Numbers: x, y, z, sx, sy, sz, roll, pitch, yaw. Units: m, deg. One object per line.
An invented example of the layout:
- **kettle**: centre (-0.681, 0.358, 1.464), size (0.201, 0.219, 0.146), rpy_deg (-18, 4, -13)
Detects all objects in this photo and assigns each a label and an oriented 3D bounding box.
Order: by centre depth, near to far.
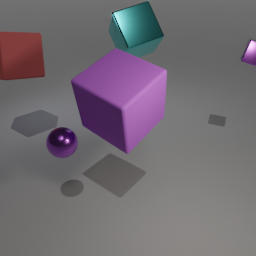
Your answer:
- **cube**: centre (-0.143, -0.603, 6.059), size (1.400, 1.400, 1.400), rpy_deg (30, 58, 26)
- **ball**: centre (-1.471, 0.326, 6.273), size (0.700, 0.700, 0.700), rpy_deg (0, 29, 0)
- **cube**: centre (-3.735, -2.348, 9.125), size (1.400, 1.400, 1.400), rpy_deg (13, 21, 40)
- **cube**: centre (4.214, -2.467, 9.251), size (0.700, 0.700, 0.700), rpy_deg (23, 26, 10)
- **cube**: centre (0.251, -3.421, 10.149), size (1.400, 1.400, 1.400), rpy_deg (-23, -3, -12)
